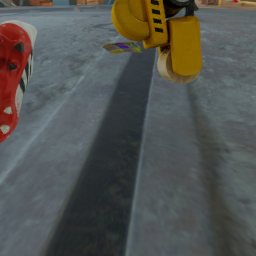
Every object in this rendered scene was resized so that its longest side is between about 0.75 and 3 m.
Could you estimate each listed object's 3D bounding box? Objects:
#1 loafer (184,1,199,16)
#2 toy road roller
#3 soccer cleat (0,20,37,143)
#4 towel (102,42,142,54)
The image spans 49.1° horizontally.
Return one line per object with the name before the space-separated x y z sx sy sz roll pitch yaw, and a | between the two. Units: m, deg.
loafer | 1.926 -3.599 8.427 0.426 1.179 0.429 10 33 9
toy road roller | 0.670 -2.417 7.092 1.974 2.704 1.661 -11 13 -3
soccer cleat | -1.754 -0.594 4.050 0.675 1.968 0.838 22 27 -8
towel | -0.208 -2.901 10.221 1.276 0.145 0.917 3 -4 24
